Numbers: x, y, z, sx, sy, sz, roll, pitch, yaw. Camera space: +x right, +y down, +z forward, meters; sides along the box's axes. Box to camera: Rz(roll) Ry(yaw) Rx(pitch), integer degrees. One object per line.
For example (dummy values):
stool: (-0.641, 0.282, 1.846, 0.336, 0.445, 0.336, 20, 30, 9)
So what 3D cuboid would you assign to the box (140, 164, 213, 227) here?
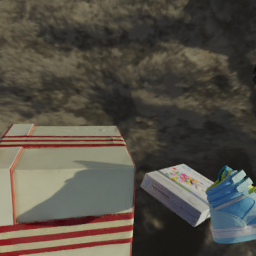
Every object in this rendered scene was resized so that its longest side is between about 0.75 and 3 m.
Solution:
box: (1.206, 1.253, 5.617, 1.260, 1.616, 0.333, 32, 108, 33)

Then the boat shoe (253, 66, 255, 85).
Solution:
boat shoe: (2.873, -1.486, 5.384, 0.607, 0.501, 1.768, 37, 64, 6)

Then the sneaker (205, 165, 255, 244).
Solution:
sneaker: (1.795, 0.927, 3.846, 1.512, 0.601, 0.987, -12, 73, -4)

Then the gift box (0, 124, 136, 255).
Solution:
gift box: (-1.386, 1.300, 5.247, 2.720, 2.913, 2.688, 0, 102, -9)
